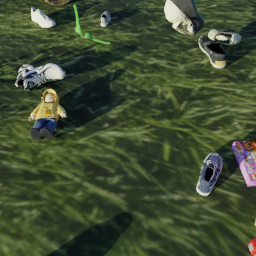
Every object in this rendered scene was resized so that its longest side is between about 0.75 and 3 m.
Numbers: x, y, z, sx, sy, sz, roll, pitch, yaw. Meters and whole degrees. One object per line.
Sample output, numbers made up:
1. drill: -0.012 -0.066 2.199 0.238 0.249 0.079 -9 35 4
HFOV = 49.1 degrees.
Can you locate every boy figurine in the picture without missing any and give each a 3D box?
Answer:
1. boy figurine: -2.523 -0.475 8.980 1.175 0.609 1.891 0 51 4

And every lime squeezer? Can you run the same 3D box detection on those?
1. lime squeezer: -1.302 -3.102 8.932 0.560 1.586 0.299 -49 21 -9

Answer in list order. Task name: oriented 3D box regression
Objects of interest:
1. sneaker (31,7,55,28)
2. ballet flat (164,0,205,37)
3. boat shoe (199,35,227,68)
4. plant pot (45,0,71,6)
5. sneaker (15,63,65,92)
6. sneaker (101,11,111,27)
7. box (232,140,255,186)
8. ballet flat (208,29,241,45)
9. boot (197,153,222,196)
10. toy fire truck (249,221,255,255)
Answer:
1. sneaker: -4.036 -5.193 13.083 1.503 0.665 0.566 30 54 23
2. ballet flat: 1.484 -3.090 7.578 0.860 2.353 0.860 -3 83 27
3. boat shoe: 3.481 -3.275 11.411 0.779 0.650 2.087 -7 48 -4
4. plant pot: -3.879 -7.768 14.225 2.954 2.954 2.563 -23 69 -19
5. sneaker: -3.205 -1.719 10.000 1.768 0.706 1.150 7 50 7
6. sneaker: -1.053 -5.286 13.298 0.421 0.462 1.128 1 49 1
7. box: 3.629 0.963 7.912 0.942 0.269 1.376 -4 49 -3
8. ballet flat: 4.107 -3.713 11.685 1.642 0.554 0.512 1 34 -19
9. boot: 2.269 1.094 7.545 0.525 0.652 1.443 18 51 15
10. toy fire truck: 3.372 2.403 6.592 1.457 0.355 1.027 -16 50 -12
